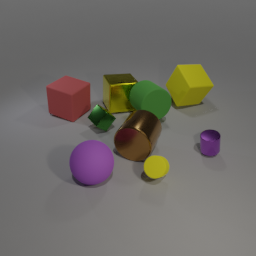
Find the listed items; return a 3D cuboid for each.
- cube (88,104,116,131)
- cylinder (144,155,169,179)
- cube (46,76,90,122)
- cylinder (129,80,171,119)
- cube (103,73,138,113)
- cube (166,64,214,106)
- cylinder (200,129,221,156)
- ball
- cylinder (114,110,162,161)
[{"bbox_3d":[-1.073,-0.415,11.470,0.700,0.700,0.700,43,8,36],"label":"cube"},{"bbox_3d":[0.911,1.225,8.848,0.700,0.700,0.700,11,-3,18],"label":"cylinder"},{"bbox_3d":[-2.654,-1.354,12.681,1.400,1.400,1.400,20,37,20],"label":"cube"},{"bbox_3d":[0.942,-1.218,12.090,1.400,1.400,1.400,-11,27,-18],"label":"cylinder"},{"bbox_3d":[-0.363,-1.677,13.271,1.400,1.400,1.400,-6,31,-17],"label":"cube"},{"bbox_3d":[2.889,-2.035,13.323,1.400,1.400,1.400,-8,60,-26],"label":"cube"},{"bbox_3d":[2.958,0.527,10.083,0.700,0.700,0.700,-7,35,5],"label":"cylinder"},{"bbox_3d":[-1.136,1.076,8.831,1.400,1.400,1.400,0,31,0],"label":"ball"},{"bbox_3d":[0.379,0.247,10.157,1.400,1.400,1.400,11,33,18],"label":"cylinder"}]
